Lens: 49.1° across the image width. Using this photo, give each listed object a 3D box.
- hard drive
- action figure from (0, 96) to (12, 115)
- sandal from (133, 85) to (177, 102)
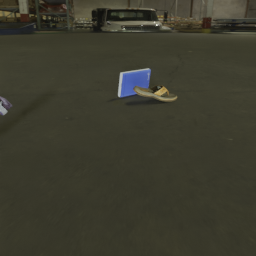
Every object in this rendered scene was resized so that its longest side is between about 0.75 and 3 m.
[{"bbox_3d":[0.283,-1.919,11.847,1.555,1.026,0.197,-17,37,-37],"label":"hard drive"},{"bbox_3d":[-3.708,-0.086,7.261,1.036,0.552,1.593,-9,51,51],"label":"action figure"},{"bbox_3d":[1.147,-1.465,11.137,1.924,0.520,0.773,11,22,-19],"label":"sandal"}]
